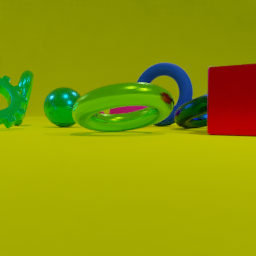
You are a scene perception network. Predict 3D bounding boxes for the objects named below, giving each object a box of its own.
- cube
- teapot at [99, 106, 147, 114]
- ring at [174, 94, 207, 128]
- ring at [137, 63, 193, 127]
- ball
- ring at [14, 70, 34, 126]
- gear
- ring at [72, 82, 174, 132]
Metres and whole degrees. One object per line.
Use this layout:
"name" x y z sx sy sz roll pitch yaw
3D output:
"cube" 2.264 -0.504 5.365 1.242 1.242 1.242 1 3 27
"teapot" -0.069 -0.535 8.187 1.938 0.949 1.205 -12 -2 -10
"ring" 2.214 -0.458 7.207 2.094 0.419 2.094 -11 -14 -3
"ring" 1.086 -1.075 9.038 2.063 2.063 0.413 2 -1 33
"ball" -1.947 -0.634 8.578 1.228 1.228 1.228 0 3 0
"ring" -3.726 -1.061 9.905 0.401 2.004 2.004 14 -2 -18
"gear" -3.377 -0.715 6.944 1.616 1.616 0.299 -2 -30 -43
"ring" -0.086 -0.339 5.389 1.955 0.391 1.955 -7 -16 -2
